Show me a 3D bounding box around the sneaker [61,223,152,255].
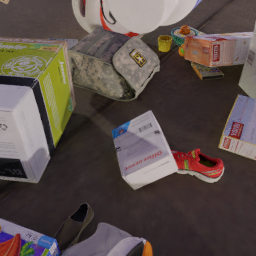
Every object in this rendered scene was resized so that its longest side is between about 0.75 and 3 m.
[{"bbox_3d":[-0.804,2.358,3.860,2.476,0.937,1.139,-36,31,-31],"label":"sneaker"}]

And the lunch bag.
[{"bbox_3d":[-0.345,-1.880,8.253,2.311,1.359,1.895,21,45,14],"label":"lunch bag"}]

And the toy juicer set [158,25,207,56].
[{"bbox_3d":[2.378,-3.456,10.552,1.586,0.678,2.493,27,47,28],"label":"toy juicer set"}]

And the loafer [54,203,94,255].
[{"bbox_3d":[-0.983,1.707,4.824,0.405,0.375,1.076,17,44,19],"label":"loafer"}]

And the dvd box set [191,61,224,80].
[{"bbox_3d":[2.585,-1.921,9.186,0.734,0.147,1.003,-7,42,-8],"label":"dvd box set"}]

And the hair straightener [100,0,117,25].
[{"bbox_3d":[-0.065,-4.135,7.103,0.608,2.974,1.144,-3,42,-32],"label":"hair straightener"}]

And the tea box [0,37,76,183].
[{"bbox_3d":[-3.026,-0.579,6.248,2.904,1.940,2.857,4,40,5],"label":"tea box"}]

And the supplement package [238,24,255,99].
[{"bbox_3d":[4.552,-1.769,7.544,2.144,2.050,1.577,-8,42,-9],"label":"supplement package"}]

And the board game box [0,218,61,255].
[{"bbox_3d":[-2.128,1.912,3.910,1.908,0.427,1.283,13,43,15],"label":"board game box"}]

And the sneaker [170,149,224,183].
[{"bbox_3d":[1.311,0.643,5.885,1.395,0.592,0.537,14,43,16],"label":"sneaker"}]

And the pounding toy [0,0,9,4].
[{"bbox_3d":[-2.495,-3.606,5.858,0.999,1.293,1.405,13,52,-43],"label":"pounding toy"}]

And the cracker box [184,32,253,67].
[{"bbox_3d":[3.493,-2.596,8.994,2.852,0.823,1.910,-8,22,-10],"label":"cracker box"}]

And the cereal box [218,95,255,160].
[{"bbox_3d":[3.596,0.174,6.489,2.543,0.503,1.830,20,45,21],"label":"cereal box"}]

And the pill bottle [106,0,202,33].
[{"bbox_3d":[0.815,-2.936,5.284,1.561,1.561,2.786,22,51,23],"label":"pill bottle"}]

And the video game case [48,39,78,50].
[{"bbox_3d":[-2.571,-2.994,10.430,1.175,0.142,1.289,3,42,4],"label":"video game case"}]

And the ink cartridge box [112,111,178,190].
[{"bbox_3d":[0.310,0.441,5.876,1.016,0.586,1.391,-26,42,10],"label":"ink cartridge box"}]

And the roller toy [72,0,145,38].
[{"bbox_3d":[-0.567,-4.545,10.158,2.704,2.964,2.071,-37,45,-6],"label":"roller toy"}]
